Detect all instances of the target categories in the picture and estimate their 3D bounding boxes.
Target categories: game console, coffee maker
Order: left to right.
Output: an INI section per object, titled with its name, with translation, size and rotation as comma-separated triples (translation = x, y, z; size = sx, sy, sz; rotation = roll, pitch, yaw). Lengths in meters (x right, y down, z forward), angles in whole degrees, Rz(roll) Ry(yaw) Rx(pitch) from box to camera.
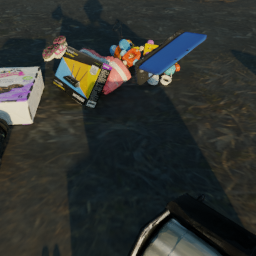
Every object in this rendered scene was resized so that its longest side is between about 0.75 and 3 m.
[game console]
translation = 0.953, -1.498, 6.374
size = 1.453, 1.240, 0.860
rotation = -38, 67, -11
[coffee maker]
translation = 1.585, 2.102, 3.764
size = 2.622, 1.766, 2.519
rotation = 27, 43, 30

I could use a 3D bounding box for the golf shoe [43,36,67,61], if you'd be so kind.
[golf shoe]
translation = -2.179, -2.337, 8.598
size = 0.431, 0.546, 1.186
rotation = 6, 45, 21

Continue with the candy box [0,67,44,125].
[candy box]
translation = -3.865, -1.070, 8.833
size = 1.973, 0.841, 2.352
rotation = -3, 36, -4

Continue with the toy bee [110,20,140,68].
[toy bee]
translation = -0.030, -3.126, 11.304
size = 1.190, 2.189, 1.433
rotation = 23, -9, -40

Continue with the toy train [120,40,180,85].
[toy train]
translation = 0.850, -2.445, 10.731
size = 2.179, 0.606, 1.637
rotation = 35, 66, 8

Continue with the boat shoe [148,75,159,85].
[boat shoe]
translation = 0.966, -2.039, 10.468
size = 0.414, 0.478, 1.120
rotation = 5, 37, 7

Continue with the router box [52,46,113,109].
[router box]
translation = -1.561, -1.691, 9.184
size = 1.966, 1.467, 0.502
rotation = 32, 11, 36

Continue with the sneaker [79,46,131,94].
[sneaker]
translation = -1.301, -1.991, 9.927
size = 2.992, 1.103, 1.298
rotation = 26, 69, 44

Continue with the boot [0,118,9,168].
[boot]
translation = -4.170, 0.459, 6.703
size = 2.393, 0.900, 1.789
rotation = -5, 37, -7
